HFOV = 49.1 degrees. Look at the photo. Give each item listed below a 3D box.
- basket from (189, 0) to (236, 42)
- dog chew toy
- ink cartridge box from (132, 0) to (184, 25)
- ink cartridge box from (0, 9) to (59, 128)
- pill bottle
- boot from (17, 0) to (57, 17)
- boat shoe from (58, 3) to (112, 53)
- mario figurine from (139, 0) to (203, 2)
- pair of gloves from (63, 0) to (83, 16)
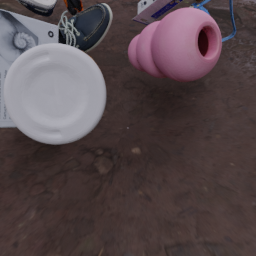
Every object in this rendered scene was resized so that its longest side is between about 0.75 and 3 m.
[{"bbox_3d":[2.530,-3.336,9.100,1.920,1.693,1.336,-23,42,7],"label":"basket"},{"bbox_3d":[0.981,-2.012,7.136,1.673,1.673,2.687,-31,24,-28],"label":"dog chew toy"},{"bbox_3d":[0.906,-3.399,7.501,0.839,1.686,0.331,-8,77,-51],"label":"ink cartridge box"},{"bbox_3d":[-2.628,-1.210,5.926,0.497,2.445,2.450,6,7,44],"label":"ink cartridge box"},{"bbox_3d":[-1.019,-0.576,4.564,1.297,1.297,2.314,-6,9,-6],"label":"pill bottle"},{"bbox_3d":[-2.712,-3.331,6.812,1.916,0.866,0.697,23,80,-19],"label":"boot"},{"bbox_3d":[-1.549,-2.403,7.391,0.791,2.560,0.958,-8,75,-62],"label":"boat shoe"},{"bbox_3d":[1.128,-4.378,8.060,2.604,1.607,1.380,9,10,-7],"label":"mario figurine"},{"bbox_3d":[-1.888,-4.323,8.248,0.344,2.481,2.785,-22,40,-9],"label":"pair of gloves"}]
